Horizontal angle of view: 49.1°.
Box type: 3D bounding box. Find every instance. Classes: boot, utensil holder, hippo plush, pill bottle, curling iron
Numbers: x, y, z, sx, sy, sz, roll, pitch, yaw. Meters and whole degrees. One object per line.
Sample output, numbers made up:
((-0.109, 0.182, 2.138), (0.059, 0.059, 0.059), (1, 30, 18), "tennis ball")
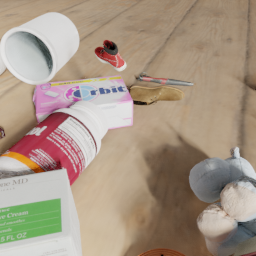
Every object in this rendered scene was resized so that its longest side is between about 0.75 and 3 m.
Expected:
((0.966, -1.040, 9.643), (1.929, 0.710, 0.728), (5, 56, 14), "boot")
((-3.351, -3.247, 11.187), (2.193, 2.193, 2.580), (8, 36, 11), "utensil holder")
((-0.567, -2.015, 7.159), (0.417, 0.832, 1.153), (-45, 53, -10), "boot")
((2.307, 1.170, 5.617), (2.428, 1.934, 1.952), (-6, 39, -7), "hippo plush")
((-1.653, 0.530, 6.687), (1.560, 1.560, 2.762), (17, 42, 20), "pill bottle")
((1.444, -1.876, 10.887), (2.175, 0.278, 0.539), (9, 38, 12), "curling iron")

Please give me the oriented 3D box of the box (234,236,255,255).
((2.099, 2.737, 3.844), (1.399, 1.192, 2.188), (41, 48, 7), "box")

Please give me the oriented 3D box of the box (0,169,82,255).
((-1.729, 1.897, 4.832), (1.718, 1.726, 1.479), (-8, 37, -9), "box")

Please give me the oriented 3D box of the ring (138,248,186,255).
((0.548, 2.790, 4.717), (1.553, 0.149, 1.553), (-13, 37, 10), "ring")

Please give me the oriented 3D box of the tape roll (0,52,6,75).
((-5.663, -2.471, 10.389), (1.834, 1.834, 1.259), (5, 38, 7), "tape roll")

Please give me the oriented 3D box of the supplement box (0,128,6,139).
((-4.101, 0.279, 8.112), (0.487, 0.272, 0.894), (26, 46, 31), "supplement box")

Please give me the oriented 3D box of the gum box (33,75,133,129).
((-1.461, -0.713, 8.796), (2.941, 0.973, 1.669), (-9, 40, -11), "gum box")
